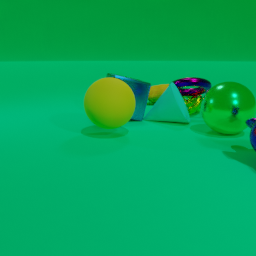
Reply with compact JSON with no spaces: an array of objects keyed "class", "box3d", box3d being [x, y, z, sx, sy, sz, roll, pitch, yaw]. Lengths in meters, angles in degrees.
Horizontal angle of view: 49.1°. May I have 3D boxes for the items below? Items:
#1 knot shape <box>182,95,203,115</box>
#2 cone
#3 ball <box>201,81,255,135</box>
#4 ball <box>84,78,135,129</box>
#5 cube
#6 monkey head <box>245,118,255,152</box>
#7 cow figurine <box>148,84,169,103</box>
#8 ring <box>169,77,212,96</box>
[{"class":"knot shape","box3d":[2.088,-0.892,9.955,1.488,0.688,1.393,13,19,40]},{"class":"cone","box3d":[1.034,-0.519,8.640,1.324,1.319,1.319,-24,7,20]},{"class":"ball","box3d":[2.576,-0.510,7.222,1.362,1.362,1.362,0,15,0]},{"class":"ball","box3d":[-0.459,-0.615,7.046,1.289,1.289,1.289,0,15,0]},{"class":"cube","box3d":[-0.119,-1.012,8.956,1.201,1.201,1.201,10,12,-17]},{"class":"monkey head","box3d":[2.614,-0.040,5.038,1.337,1.119,1.858,36,21,-12]},{"class":"cow figurine","box3d":[0.975,-1.372,11.346,1.499,0.823,1.475,-11,0,30]},{"class":"ring","box3d":[2.061,-1.359,9.378,1.426,0.285,1.426,1,-10,0]}]
